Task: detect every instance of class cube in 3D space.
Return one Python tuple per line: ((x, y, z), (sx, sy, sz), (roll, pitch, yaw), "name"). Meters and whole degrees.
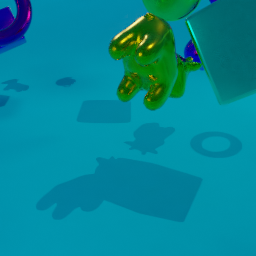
((1.754, -1.238, 4.074), (1.293, 1.293, 1.293), (-22, 5, 25), "cube")
((-3.446, -2.672, 7.760), (0.876, 0.876, 0.876), (-28, 15, -11), "cube")

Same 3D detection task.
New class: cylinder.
((1.003, -3.397, 6.562), (1.382, 1.382, 1.382), (2, 38, 4), "cylinder")

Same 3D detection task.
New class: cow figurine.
((0.486, -1.035, 4.302), (0.932, 1.698, 1.671), (19, 55, 26), "cow figurine")
((1.754, -1.898, 5.737), (0.881, 1.606, 1.580), (51, 21, 11), "cow figurine")

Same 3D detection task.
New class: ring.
((-2.597, -2.295, 5.338), (1.472, 1.472, 0.294), (-11, 5, -19), "ring")
